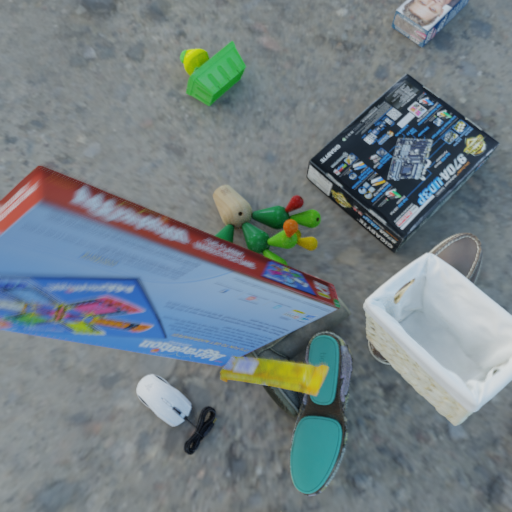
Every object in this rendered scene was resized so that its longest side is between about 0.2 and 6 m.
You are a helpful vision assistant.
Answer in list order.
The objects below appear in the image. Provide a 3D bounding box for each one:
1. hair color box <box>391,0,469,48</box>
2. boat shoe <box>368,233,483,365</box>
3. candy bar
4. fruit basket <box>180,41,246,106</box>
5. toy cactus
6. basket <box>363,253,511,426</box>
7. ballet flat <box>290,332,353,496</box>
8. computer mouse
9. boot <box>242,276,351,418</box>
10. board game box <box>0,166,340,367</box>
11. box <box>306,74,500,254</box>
[{"bbox_3d":[4.143,-5.842,13.123,0.936,0.566,1.871,40,74,14],"label":"hair color box"},{"bbox_3d":[3.104,0.700,10.077,1.055,0.874,2.937,41,85,19],"label":"boat shoe"},{"bbox_3d":[0.173,1.571,7.501,1.773,0.197,0.442,-4,43,44],"label":"candy bar"},{"bbox_3d":[-1.101,-4.163,12.311,1.437,1.036,1.437,2,81,-13],"label":"fruit basket"},{"bbox_3d":[-0.187,-0.498,10.773,2.746,1.404,2.266,-34,62,-3],"label":"toy cactus"},{"bbox_3d":[2.895,1.330,8.691,1.500,1.365,2.212,-34,58,-17],"label":"basket"},{"bbox_3d":[1.202,2.659,9.540,0.959,0.959,2.667,9,81,3],"label":"ballet flat"},{"bbox_3d":[-1.490,2.688,9.891,1.581,0.347,0.867,34,74,12],"label":"computer mouse"},{"bbox_3d":[0.874,1.606,10.163,2.063,0.749,1.876,-31,72,-16],"label":"boot"},{"bbox_3d":[-1.331,0.565,7.650,2.673,5.192,0.505,-32,57,29],"label":"board game box"},{"bbox_3d":[2.982,-1.978,11.513,2.489,0.720,3.132,43,74,15],"label":"box"}]
